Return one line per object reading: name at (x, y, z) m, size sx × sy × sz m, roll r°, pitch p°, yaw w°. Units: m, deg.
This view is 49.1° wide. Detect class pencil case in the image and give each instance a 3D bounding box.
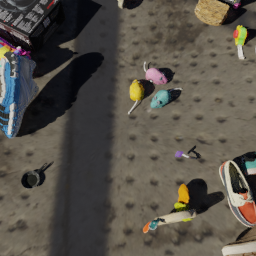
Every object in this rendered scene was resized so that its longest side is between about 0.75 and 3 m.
pencil case at (-4.747, -2.799, 10.037) m, size 2.789 × 1.232 × 1.232 m, roll 30°, pitch 71°, yaw 11°

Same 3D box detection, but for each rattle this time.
rattle at (1.106, 2.281, 8.026) m, size 1.542 × 1.004 × 1.101 m, roll -7°, pitch 83°, yaw -7°

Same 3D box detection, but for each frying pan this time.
frying pan at (-3.001, 1.470, 8.873) m, size 0.574 × 0.155 × 0.950 m, roll 18°, pitch 67°, yaw 6°

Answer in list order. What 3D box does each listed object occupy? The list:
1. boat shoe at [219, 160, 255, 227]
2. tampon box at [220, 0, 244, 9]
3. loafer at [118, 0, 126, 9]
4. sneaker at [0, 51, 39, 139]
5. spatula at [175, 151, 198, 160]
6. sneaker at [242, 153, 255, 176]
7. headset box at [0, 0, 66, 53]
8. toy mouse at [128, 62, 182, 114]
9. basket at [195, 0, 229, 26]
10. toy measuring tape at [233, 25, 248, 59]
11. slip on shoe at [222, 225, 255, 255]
boat shoe at (3.374, 1.949, 8.423) m, size 0.720 × 0.633 × 2.023 m, roll -15°, pitch 70°, yaw -8°
tampon box at (4.543, -5.832, 11.278) m, size 0.945 × 1.121 × 1.496 m, roll 38°, pitch 73°, yaw 14°
loafer at (-0.323, -5.419, 11.467) m, size 0.485 × 0.537 × 1.420 m, roll 1°, pitch 59°, yaw 2°
sneaker at (-3.511, -1.005, 9.238) m, size 1.043 × 1.206 × 2.783 m, roll 16°, pitch 100°, yaw 35°
spatula at (1.873, 0.901, 8.925) m, size 0.830 × 0.235 × 0.085 m, roll 16°, pitch 26°, yaw -17°
sneaker at (4.442, 1.005, 8.806) m, size 1.719 × 0.614 × 0.687 m, roll -10°, pitch 73°, yaw -3°
headset box at (-4.142, -4.416, 10.751) m, size 2.716 × 1.049 × 2.021 m, roll 27°, pitch 71°, yaw 11°
toy mouse at (1.013, -1.470, 9.909) m, size 1.891 × 0.412 × 2.128 m, roll 3°, pitch 68°, yaw 1°
basket at (3.311, -4.577, 11.181) m, size 1.207 × 0.899 × 0.862 m, roll 30°, pitch 104°, yaw 11°
toy measuring tape at (4.305, -3.329, 10.614) m, size 0.537 × 0.537 × 1.461 m, roll 3°, pitch 68°, yaw 1°
slip on shoe at (3.747, 3.056, 7.846) m, size 2.460 × 0.935 × 0.745 m, roll -11°, pitch 55°, yaw -5°
